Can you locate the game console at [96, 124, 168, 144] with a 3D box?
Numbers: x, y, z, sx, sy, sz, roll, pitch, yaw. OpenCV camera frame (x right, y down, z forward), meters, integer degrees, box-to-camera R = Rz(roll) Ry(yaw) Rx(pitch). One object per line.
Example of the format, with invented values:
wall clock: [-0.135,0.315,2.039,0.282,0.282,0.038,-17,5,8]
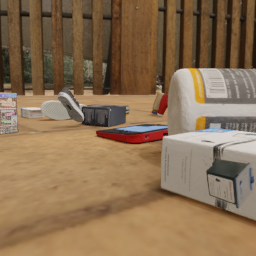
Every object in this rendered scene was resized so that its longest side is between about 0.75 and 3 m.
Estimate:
game console: [0.326,0.075,7.474,1.876,0.291,1.659,-7,12,-38]

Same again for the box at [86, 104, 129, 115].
box: [-1.103,-0.832,13.152,1.960,0.484,1.565,3,10,19]

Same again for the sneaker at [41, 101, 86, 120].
sneaker: [-2.708,-0.745,11.618,2.006,0.755,1.049,0,8,-33]

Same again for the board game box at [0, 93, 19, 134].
board game box: [-3.662,-0.451,8.176,0.555,1.146,0.914,-7,10,-42]

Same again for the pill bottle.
pill bottle: [2.218,-0.238,5.037,2.849,1.658,1.658,0,8,0]

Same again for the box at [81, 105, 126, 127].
box: [-0.836,-0.459,9.911,1.128,0.645,1.239,5,10,27]

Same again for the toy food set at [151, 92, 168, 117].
toy food set: [1.921,-0.825,12.523,2.383,1.072,1.138,29,11,37]

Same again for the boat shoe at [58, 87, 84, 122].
boat shoe: [-1.782,-0.749,9.028,0.496,0.470,1.418,-2,-36,24]

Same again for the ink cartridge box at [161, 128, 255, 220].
ink cartridge box: [1.425,0.478,3.287,1.242,0.728,1.696,-8,10,-43]

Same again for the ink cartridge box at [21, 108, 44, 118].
ink cartridge box: [-4.088,-0.649,12.106,0.681,0.401,1.182,-7,11,-40]
